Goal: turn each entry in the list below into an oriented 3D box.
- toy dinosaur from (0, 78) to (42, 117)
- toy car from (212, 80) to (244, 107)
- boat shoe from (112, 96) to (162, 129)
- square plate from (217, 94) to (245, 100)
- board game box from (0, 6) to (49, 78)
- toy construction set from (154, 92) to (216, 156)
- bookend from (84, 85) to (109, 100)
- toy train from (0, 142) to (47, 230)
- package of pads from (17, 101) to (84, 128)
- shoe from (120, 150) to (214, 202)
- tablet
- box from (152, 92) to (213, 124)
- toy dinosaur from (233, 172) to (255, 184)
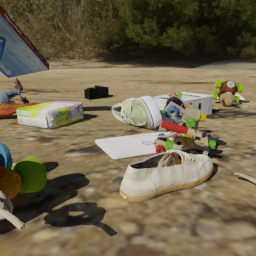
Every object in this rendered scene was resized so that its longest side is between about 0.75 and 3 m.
[{"bbox_3d":[-4.115,-0.698,8.576,2.424,1.273,2.200,20,41,22],"label":"toy dinosaur"},{"bbox_3d":[3.932,-1.256,10.980,1.056,1.014,1.285,13,28,9],"label":"toy car"},{"bbox_3d":[0.191,-0.385,7.938,0.779,0.904,2.512,-21,11,-13],"label":"boat shoe"},{"bbox_3d":[4.778,-1.508,13.308,1.266,0.182,1.278,2,15,10],"label":"square plate"},{"bbox_3d":[-3.292,-2.145,7.458,1.383,0.261,2.687,-10,-17,5],"label":"board game box"},{"bbox_3d":[1.145,0.062,5.152,1.147,1.245,1.493,16,10,5],"label":"toy construction set"},{"bbox_3d":[-1.702,-1.716,13.416,1.131,0.524,1.138,-12,18,-39],"label":"bookend"},{"bbox_3d":[-1.561,0.671,3.366,2.577,1.091,1.491,8,3,29],"label":"toy train"},{"bbox_3d":[-2.230,-0.422,8.313,1.250,0.552,1.618,7,17,30],"label":"package of pads"},{"bbox_3d":[0.691,0.626,4.312,1.849,0.494,0.646,-11,18,-37],"label":"shoe"},{"bbox_3d":[0.352,0.334,6.213,1.916,0.131,1.247,-7,16,-22],"label":"tablet"},{"bbox_3d":[1.659,-0.705,9.155,1.301,0.671,2.231,14,20,43],"label":"box"},{"bbox_3d":[2.729,0.709,4.080,2.084,0.494,0.918,-4,0,-12],"label":"toy dinosaur"}]
